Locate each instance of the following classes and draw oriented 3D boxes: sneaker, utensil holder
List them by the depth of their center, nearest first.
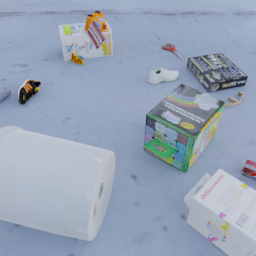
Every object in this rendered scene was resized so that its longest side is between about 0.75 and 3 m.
[{"bbox_3d":[-2.009,1.398,7.319,2.899,2.464,2.464,10,44,8],"label":"utensil holder"},{"bbox_3d":[-4.154,-1.576,11.861,0.705,0.548,1.567,-2,41,2],"label":"sneaker"},{"bbox_3d":[1.669,-2.435,12.760,1.508,0.604,0.530,-14,43,-17],"label":"sneaker"}]

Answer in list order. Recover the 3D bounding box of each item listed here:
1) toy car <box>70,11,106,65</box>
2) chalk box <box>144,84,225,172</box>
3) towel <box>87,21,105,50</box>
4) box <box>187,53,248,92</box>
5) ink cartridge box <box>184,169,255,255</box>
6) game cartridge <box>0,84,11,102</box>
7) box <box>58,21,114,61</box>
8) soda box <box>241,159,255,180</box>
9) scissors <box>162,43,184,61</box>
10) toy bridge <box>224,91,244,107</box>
[{"bbox_3d":[-1.800,-4.357,13.844,0.893,2.683,1.316,30,26,8],"label":"toy car"},{"bbox_3d":[1.646,0.128,9.204,1.732,1.723,2.783,30,52,26],"label":"chalk box"},{"bbox_3d":[-1.238,-3.453,10.518,0.121,1.067,0.769,-34,97,-21],"label":"towel"},{"bbox_3d":[4.068,-2.638,12.992,1.863,0.568,2.312,-11,44,-13],"label":"box"},{"bbox_3d":[2.579,2.201,7.273,2.038,1.276,1.310,34,53,31],"label":"ink cartridge box"},{"bbox_3d":[-6.540,-1.488,11.829,2.672,0.546,1.779,22,44,22],"label":"game cartridge"},{"bbox_3d":[-2.151,-4.500,14.425,2.582,1.309,1.452,-9,45,-10],"label":"box"},{"bbox_3d":[4.214,1.448,8.716,1.200,0.420,0.380,23,48,23],"label":"soda box"},{"bbox_3d":[2.543,-4.059,14.825,0.701,0.133,1.916,-23,46,-26],"label":"scissors"},{"bbox_3d":[4.383,-1.142,11.664,1.387,0.189,0.466,-26,50,-25],"label":"toy bridge"}]
